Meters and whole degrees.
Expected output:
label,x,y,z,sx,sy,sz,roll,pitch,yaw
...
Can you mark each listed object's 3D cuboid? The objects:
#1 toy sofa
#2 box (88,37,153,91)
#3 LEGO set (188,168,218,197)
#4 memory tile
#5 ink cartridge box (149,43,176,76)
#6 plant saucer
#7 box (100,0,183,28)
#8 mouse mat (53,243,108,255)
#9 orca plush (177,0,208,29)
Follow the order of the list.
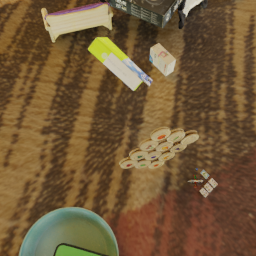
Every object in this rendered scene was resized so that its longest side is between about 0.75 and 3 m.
label,x,y,z,sx,sy,sz,roll,pitch,yaw
toy sofa,-1.855,-4.166,10.308,2.473,1.207,1.024,-15,64,-7
box,-0.150,-1.666,7.444,1.769,1.079,0.422,42,110,-6
LEGO set,2.164,1.567,8.257,0.578,0.190,0.774,-41,83,-17
memory tile,0.774,0.580,7.144,1.442,1.881,0.158,7,52,-35
ink cartridge box,1.198,-2.371,9.760,0.394,0.672,0.930,-33,69,-14
plant saucer,-1.464,3.252,7.086,2.441,0.439,2.441,1,76,-6
box,0.626,-4.979,10.062,2.695,0.587,2.159,30,70,15
mouse mat,-1.129,4.199,6.652,1.965,0.092,2.442,18,78,-2
orca plush,2.363,-5.071,11.129,1.437,0.971,2.731,29,73,-36
